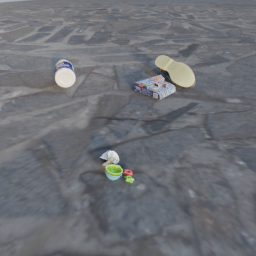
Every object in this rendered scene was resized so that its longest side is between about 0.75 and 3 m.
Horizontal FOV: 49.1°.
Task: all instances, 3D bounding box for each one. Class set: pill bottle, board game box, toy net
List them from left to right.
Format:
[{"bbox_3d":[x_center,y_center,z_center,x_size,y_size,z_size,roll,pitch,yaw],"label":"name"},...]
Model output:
[{"bbox_3d":[-2.553,-2.247,11.242,0.771,0.771,1.389,-7,34,-12],"label":"pill bottle"},{"bbox_3d":[-0.286,0.861,6.865,0.724,0.266,1.379,5,22,-16],"label":"toy net"},{"bbox_3d":[1.156,-1.663,11.021,1.307,0.403,1.306,24,42,37],"label":"board game box"}]

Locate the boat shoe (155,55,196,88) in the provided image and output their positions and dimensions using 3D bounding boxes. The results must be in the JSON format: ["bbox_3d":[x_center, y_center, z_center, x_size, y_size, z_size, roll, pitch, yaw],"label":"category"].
[{"bbox_3d":[2.063,-2.317,11.871,0.863,0.758,2.424,-47,47,4],"label":"boat shoe"}]
